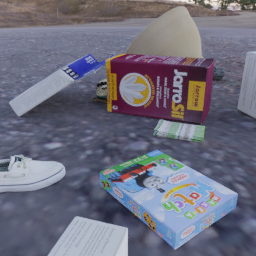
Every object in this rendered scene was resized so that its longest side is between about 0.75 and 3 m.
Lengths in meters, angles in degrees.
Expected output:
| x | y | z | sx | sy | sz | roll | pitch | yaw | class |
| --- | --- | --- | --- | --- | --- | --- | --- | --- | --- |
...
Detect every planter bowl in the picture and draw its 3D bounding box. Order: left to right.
| x | y | z | sx | sy | sz | roll | pitch | yaw | class |
| --- | --- | --- | --- | --- | --- | --- | --- | --- | --- |
| 1.535 | -2.655 | 10.275 | 2.840 | 1.912 | 2.840 | -36 | -5 | -4 | planter bowl |

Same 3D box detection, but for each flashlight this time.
| x | y | z | sx | sy | sz | roll | pitch | yaw | class |
| --- | --- | --- | --- | --- | --- | --- | --- | --- | --- |
| 3.084 | -2.473 | 12.367 | 2.181 | 0.741 | 0.738 | 1 | 68 | -5 | flashlight |

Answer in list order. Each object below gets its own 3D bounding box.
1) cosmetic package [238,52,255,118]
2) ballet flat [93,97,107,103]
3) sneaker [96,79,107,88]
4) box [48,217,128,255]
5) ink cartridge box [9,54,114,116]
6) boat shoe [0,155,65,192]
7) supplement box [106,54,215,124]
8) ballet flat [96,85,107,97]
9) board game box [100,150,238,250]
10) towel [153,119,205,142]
| x | y | z | sx | sy | sz | roll | pitch | yaw | class |
| --- | --- | --- | --- | --- | --- | --- | --- | --- | --- |
| 4.508 | -1.061 | 7.637 | 1.799 | 1.810 | 2.163 | -6 | 25 | -15 | cosmetic package |
| -0.810 | -0.965 | 9.475 | 0.790 | 0.183 | 0.266 | 5 | 24 | 12 | ballet flat |
| -0.578 | -1.735 | 10.862 | 1.296 | 0.507 | 0.585 | -2 | 21 | -4 | sneaker |
| -0.414 | 1.565 | 2.712 | 0.615 | 0.936 | 0.941 | 7 | 25 | 16 | box |
| -1.974 | -1.638 | 8.926 | 2.816 | 0.572 | 2.810 | -26 | 17 | 18 | ink cartridge box |
| -1.984 | 0.776 | 4.988 | 1.697 | 0.567 | 0.624 | -10 | 25 | -21 | boat shoe |
| 0.916 | -1.232 | 8.269 | 2.932 | 1.618 | 1.256 | 9 | 25 | 21 | supplement box |
| -0.570 | -1.418 | 10.255 | 1.260 | 0.393 | 0.425 | -15 | 28 | -31 | ballet flat |
| 0.609 | 1.029 | 4.695 | 1.404 | 0.340 | 1.857 | -17 | 29 | -34 | board game box |
| 1.334 | 0.028 | 7.193 | 1.229 | 0.189 | 0.917 | 7 | 25 | 16 | towel |
